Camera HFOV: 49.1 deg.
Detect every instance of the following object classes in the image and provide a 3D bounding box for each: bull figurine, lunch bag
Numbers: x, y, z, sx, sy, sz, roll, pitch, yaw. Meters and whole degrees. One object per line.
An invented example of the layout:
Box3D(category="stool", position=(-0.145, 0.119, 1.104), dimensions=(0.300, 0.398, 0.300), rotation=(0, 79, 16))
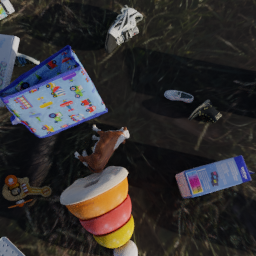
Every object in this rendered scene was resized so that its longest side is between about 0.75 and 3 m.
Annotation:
Box3D(category="bull figurine", position=(-0.828, 0.563, 9.370), dimensions=(1.211, 0.650, 1.995), rotation=(19, 56, 23))
Box3D(category="lunch bag", position=(-2.020, -0.699, 7.401), dimensions=(2.354, 1.772, 1.107), rotation=(-30, 50, -1))

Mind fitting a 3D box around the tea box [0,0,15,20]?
Box3D(category="tea box", position=(-5.271, -4.894, 10.998), dimensions=(1.027, 0.698, 1.044), rotation=(-38, 78, -9))

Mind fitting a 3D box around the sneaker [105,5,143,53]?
Box3D(category="sneaker", position=(-0.138, -3.667, 10.605), dimensions=(0.944, 0.790, 2.133), rotation=(25, 76, 9))

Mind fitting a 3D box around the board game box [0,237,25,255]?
Box3D(category="board game box", position=(-3.700, 4.670, 8.225), dimensions=(2.027, 0.262, 2.027), rotation=(32, 70, 21))

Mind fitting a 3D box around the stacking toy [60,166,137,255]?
Box3D(category="stacking toy", position=(-0.563, 2.836, 8.478), dimensions=(2.156, 2.156, 2.950), rotation=(-22, 94, -6))

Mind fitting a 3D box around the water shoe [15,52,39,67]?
Box3D(category="water shoe", position=(-3.941, -2.513, 10.537), dimensions=(1.269, 0.454, 0.501), rotation=(20, 100, 6))

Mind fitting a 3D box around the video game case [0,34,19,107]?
Box3D(category="video game case", position=(-4.154, -1.759, 8.142), dimensions=(1.835, 0.239, 2.015), rotation=(12, 89, 18))

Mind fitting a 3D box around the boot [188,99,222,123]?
Box3D(category="boot", position=(2.728, -0.430, 9.911), dimensions=(1.056, 0.381, 0.798), rotation=(-40, 80, -10))

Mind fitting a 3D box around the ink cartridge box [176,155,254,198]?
Box3D(category="ink cartridge box", position=(2.748, 1.509, 8.770), dimensions=(2.192, 1.496, 0.837), rotation=(-16, 76, -4))

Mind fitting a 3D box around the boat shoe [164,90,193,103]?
Box3D(category="boat shoe", position=(1.855, -1.200, 10.137), dimensions=(1.054, 0.352, 0.388), rotation=(10, 74, 3))

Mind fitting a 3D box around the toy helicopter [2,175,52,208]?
Box3D(category="toy helicopter", position=(-3.281, 2.112, 9.115), dimensions=(1.523, 0.601, 1.007), rotation=(5, 69, -10))
